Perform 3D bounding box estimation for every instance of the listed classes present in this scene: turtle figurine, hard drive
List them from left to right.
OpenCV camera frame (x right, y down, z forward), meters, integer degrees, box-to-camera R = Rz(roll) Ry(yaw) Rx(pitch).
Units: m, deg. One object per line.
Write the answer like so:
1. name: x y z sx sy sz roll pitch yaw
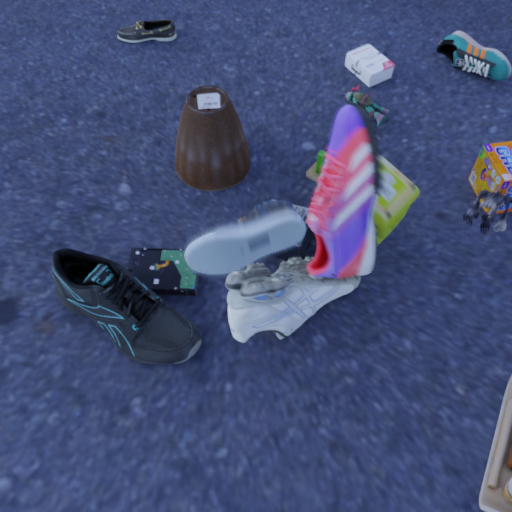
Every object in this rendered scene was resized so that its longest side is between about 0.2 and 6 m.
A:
1. hard drive: -1.686 0.285 10.212 1.295 0.245 0.905 1 55 1
2. turtle figurine: 2.370 -3.348 12.557 1.168 0.588 0.874 32 61 14

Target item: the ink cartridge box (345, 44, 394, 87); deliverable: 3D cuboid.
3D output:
1. ink cartridge box: 2.714 -4.586 13.473 0.717 0.418 0.985 -27 61 -17

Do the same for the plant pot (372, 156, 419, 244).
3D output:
1. plant pot: 1.959 -0.954 9.797 1.315 1.193 1.308 44 65 7

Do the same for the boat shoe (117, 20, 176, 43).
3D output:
1. boat shoe: -2.808 -5.775 14.269 1.502 0.452 0.535 -3 55 -2

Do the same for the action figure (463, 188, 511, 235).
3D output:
1. action figure: 3.819 -0.733 9.226 0.673 0.578 1.133 29 42 32

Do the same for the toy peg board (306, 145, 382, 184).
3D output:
1. toy peg board: 1.939 -1.926 11.501 1.313 0.642 1.307 33 62 20

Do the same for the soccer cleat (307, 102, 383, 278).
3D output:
1. soccer cleat: 1.254 -0.849 8.420 1.035 2.829 0.965 -11 34 -7

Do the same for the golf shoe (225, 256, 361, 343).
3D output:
1. golf shoe: 0.609 0.751 9.549 2.634 1.281 1.031 -5 23 -32

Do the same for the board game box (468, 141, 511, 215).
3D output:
1. board game box: 4.963 -1.546 11.017 0.993 0.994 0.993 -8 56 -5

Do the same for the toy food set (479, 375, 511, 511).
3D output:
1. toy food set: 4.414 2.939 8.072 1.762 0.742 2.456 22 58 15

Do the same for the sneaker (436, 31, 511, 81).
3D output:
1. sneaker: 5.164 -4.671 13.433 0.759 0.678 1.901 -33 57 -14

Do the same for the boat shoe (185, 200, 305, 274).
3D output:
1. boat shoe: -0.168 -0.262 7.539 1.623 0.574 0.737 -16 27 -1

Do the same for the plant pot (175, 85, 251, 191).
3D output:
1. plant pot: -0.909 -2.459 11.212 1.608 1.721 1.608 0 56 0

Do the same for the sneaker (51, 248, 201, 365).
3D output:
1. sneaker: -2.264 0.827 9.297 2.956 1.172 1.115 25 57 15

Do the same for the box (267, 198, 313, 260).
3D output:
1. box: 0.534 -0.481 10.509 0.944 0.587 0.952 16 57 17
